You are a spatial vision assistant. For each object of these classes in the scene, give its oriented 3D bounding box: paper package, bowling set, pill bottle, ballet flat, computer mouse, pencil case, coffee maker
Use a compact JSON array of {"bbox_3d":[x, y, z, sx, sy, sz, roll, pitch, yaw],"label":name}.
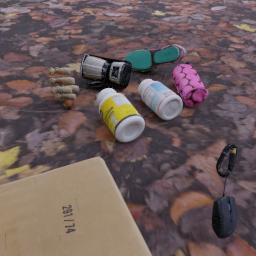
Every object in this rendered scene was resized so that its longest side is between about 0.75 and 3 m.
[{"bbox_3d":[-1.172,2.140,4.527,2.721,1.477,2.855,-15,39,-18],"label":"paper package"},{"bbox_3d":[-2.310,-1.259,9.608,0.889,1.656,1.153,0,67,4],"label":"bowling set"},{"bbox_3d":[-0.293,-0.439,8.337,0.946,0.946,1.689,-18,48,-23],"label":"pill bottle"},{"bbox_3d":[1.175,-2.879,11.701,2.712,0.937,0.965,-2,3,35],"label":"ballet flat"},{"bbox_3d":[1.850,1.188,5.130,0.532,1.816,0.309,-3,9,-22],"label":"computer mouse"},{"bbox_3d":[2.261,-1.602,10.197,0.958,0.928,2.045,3,38,-8],"label":"pencil case"},{"bbox_3d":[1.017,-1.011,9.364,0.887,0.887,1.631,-16,39,-21],"label":"pill bottle"},{"bbox_3d":[-0.744,-2.262,10.805,1.716,1.156,1.648,15,33,12],"label":"coffee maker"}]
